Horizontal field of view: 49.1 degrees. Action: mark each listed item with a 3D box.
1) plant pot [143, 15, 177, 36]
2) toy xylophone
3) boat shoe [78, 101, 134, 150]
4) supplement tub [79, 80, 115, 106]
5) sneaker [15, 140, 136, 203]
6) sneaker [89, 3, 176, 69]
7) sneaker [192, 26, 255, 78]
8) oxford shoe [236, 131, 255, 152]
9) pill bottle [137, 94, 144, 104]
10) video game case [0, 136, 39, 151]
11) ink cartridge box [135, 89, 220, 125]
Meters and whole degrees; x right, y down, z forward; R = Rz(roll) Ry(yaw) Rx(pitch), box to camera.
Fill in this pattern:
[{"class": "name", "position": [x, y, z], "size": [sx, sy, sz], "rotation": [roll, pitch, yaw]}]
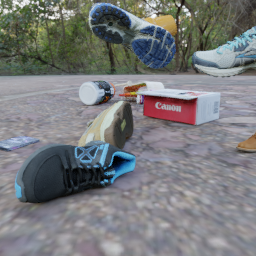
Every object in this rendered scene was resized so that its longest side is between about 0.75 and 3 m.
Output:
[{"class": "plant pot", "position": [0.989, -3.004, 8.579], "size": [0.861, 0.941, 0.941], "rotation": [-23, 15, -2]}, {"class": "toy xylophone", "position": [0.471, -1.792, 13.411], "size": [1.912, 0.656, 2.611], "rotation": [-2, 2, -23]}, {"class": "boat shoe", "position": [-0.502, -0.068, 6.737], "size": [0.998, 0.939, 2.620], "rotation": [-9, 11, 13]}, {"class": "supplement tub", "position": [-1.383, -1.677, 13.141], "size": [1.070, 1.070, 1.746], "rotation": [7, 16, 29]}, {"class": "sneaker", "position": [-0.668, 0.577, 4.124], "size": [0.817, 0.730, 1.995], "rotation": [9, 16, 34]}, {"class": "sneaker", "position": [0.146, -2.454, 7.167], "size": [2.615, 1.008, 1.114], "rotation": [22, 24, -34]}, {"class": "sneaker", "position": [2.562, -1.768, 6.165], "size": [2.273, 0.981, 0.882], "rotation": [-2, 42, 9]}, {"class": "oxford shoe", "position": [2.826, 0.259, 6.215], "size": [1.203, 0.429, 0.429], "rotation": [-11, 18, -34]}, {"class": "pill bottle", "position": [0.828, -1.348, 13.092], "size": [0.798, 0.449, 0.449], "rotation": [-1, 13, -6]}, {"class": "video game case", "position": [-2.653, 0.347, 6.566], "size": [0.652, 0.087, 0.913], "rotation": [7, 14, 29]}, {"class": "ink cartridge box", "position": [1.623, -0.754, 9.439], "size": [1.929, 0.921, 2.197], "rotation": [-13, 18, -43]}]
